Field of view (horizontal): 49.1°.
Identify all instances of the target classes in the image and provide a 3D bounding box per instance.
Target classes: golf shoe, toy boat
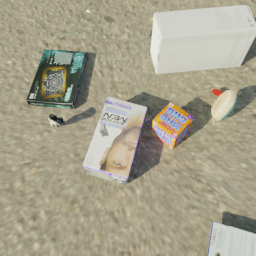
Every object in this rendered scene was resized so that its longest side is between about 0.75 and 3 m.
[{"bbox_3d":[-1.975,-0.155,7.572,0.332,0.754,0.291,-35,74,6],"label":"golf shoe"},{"bbox_3d":[2.749,-0.749,7.955,0.526,0.952,1.133,23,33,-13],"label":"toy boat"}]

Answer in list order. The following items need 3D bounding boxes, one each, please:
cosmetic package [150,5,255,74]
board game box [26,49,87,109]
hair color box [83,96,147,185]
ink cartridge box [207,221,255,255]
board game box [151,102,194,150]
[{"bbox_3d":[2.202,-2.683,8.635,2.876,1.623,1.167,-4,60,-5],"label":"cosmetic package"},{"bbox_3d":[-2.170,-1.566,8.743,1.409,0.293,2.083,6,60,3],"label":"board game box"},{"bbox_3d":[-0.299,0.295,7.349,1.151,0.683,2.106,15,63,2],"label":"hair color box"},{"bbox_3d":[2.527,3.148,6.016,1.794,0.389,1.762,15,61,10],"label":"ink cartridge box"},{"bbox_3d":[1.183,-0.053,7.601,0.774,0.775,0.774,38,67,19],"label":"board game box"}]
